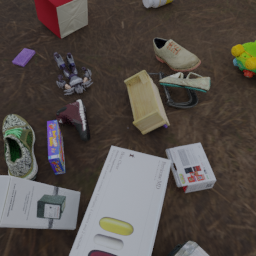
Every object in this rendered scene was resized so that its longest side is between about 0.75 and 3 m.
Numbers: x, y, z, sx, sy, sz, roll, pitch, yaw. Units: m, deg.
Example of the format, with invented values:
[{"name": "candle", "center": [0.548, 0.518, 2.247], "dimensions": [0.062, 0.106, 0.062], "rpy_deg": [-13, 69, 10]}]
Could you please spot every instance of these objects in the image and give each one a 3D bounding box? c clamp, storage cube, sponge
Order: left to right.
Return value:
[{"name": "sponge", "center": [-4.624, -3.147, 12.454], "dimensions": [0.558, 0.149, 1.000], "rpy_deg": [16, 56, 11]}, {"name": "storage cube", "center": [-3.123, -5.700, 13.222], "dimensions": [1.749, 2.046, 1.839], "rpy_deg": [-38, 69, -25]}, {"name": "c clamp", "center": [1.765, -1.539, 11.236], "dimensions": [1.859, 0.295, 2.176], "rpy_deg": [-8, 53, -12]}]

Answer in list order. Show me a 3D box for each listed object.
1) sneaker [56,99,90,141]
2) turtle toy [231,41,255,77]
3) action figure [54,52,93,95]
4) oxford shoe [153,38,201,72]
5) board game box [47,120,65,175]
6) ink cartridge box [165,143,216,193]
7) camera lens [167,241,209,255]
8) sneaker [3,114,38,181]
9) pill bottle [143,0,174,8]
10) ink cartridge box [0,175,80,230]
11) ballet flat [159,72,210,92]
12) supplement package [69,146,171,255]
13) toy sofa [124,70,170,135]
[{"name": "sneaker", "center": [-2.008, -0.159, 9.997], "dimensions": [1.127, 0.739, 1.952], "rpy_deg": [-14, 45, -4]}, {"name": "turtle toy", "center": [5.284, -2.611, 11.417], "dimensions": [1.692, 1.174, 2.322], "rpy_deg": [-20, 57, -15]}, {"name": "action figure", "center": [-2.298, -2.175, 11.396], "dimensions": [1.412, 0.753, 2.170], "rpy_deg": [-19, 59, -21]}, {"name": "oxford shoe", "center": [1.840, -3.007, 11.338], "dimensions": [0.896, 0.935, 2.533], "rpy_deg": [-46, 44, -9]}, {"name": "board game box", "center": [-2.349, 0.631, 9.154], "dimensions": [0.332, 0.996, 1.482], "rpy_deg": [-9, 55, -7]}, {"name": "ink cartridge box", "center": [1.920, 1.276, 8.932], "dimensions": [1.229, 0.587, 1.400], "rpy_deg": [-9, 54, -6]}, {"name": "camera lens", "center": [1.602, 3.818, 6.418], "dimensions": [1.629, 1.629, 2.037], "rpy_deg": [-37, 62, -24]}, {"name": "sneaker", "center": [-3.637, 0.418, 9.164], "dimensions": [1.063, 1.225, 2.765], "rpy_deg": [-19, 56, -13]}, {"name": "pill bottle", "center": [1.622, -6.896, 14.720], "dimensions": [1.643, 0.920, 0.920], "rpy_deg": [-27, 58, -18]}, {"name": "ink cartridge box", "center": [-2.629, 1.881, 6.897], "dimensions": [1.793, 2.457, 1.033], "rpy_deg": [-4, 69, 26]}, {"name": "ballet flat", "center": [2.155, -1.797, 10.598], "dimensions": [2.015, 0.680, 0.628], "rpy_deg": [15, 96, 30]}, {"name": "supplement package", "center": [-0.063, 2.365, 7.082], "dimensions": [1.612, 2.265, 2.908], "rpy_deg": [13, 54, 9]}, {"name": "toy sofa", "center": [0.665, -0.905, 10.350], "dimensions": [0.962, 1.133, 2.322], "rpy_deg": [-26, 50, 18]}]
